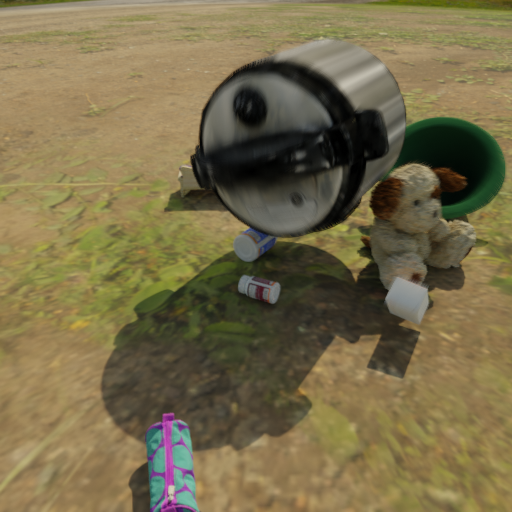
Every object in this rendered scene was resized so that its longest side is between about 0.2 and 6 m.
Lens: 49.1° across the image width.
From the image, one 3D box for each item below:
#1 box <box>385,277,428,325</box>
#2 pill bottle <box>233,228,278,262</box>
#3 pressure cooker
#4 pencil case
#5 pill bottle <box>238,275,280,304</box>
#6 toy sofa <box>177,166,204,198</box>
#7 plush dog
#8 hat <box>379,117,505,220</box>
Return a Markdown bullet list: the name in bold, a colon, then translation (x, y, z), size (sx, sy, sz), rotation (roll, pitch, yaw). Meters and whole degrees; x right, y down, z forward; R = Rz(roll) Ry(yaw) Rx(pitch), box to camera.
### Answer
- **box**: translation (2.486, 0.749, 9.188), size (0.538, 0.865, 0.421), rotation (23, 79, 24)
- **pill bottle**: translation (0.058, -0.355, 11.527), size (0.597, 0.597, 1.065), rotation (19, 35, 28)
- **pressure cooker**: translation (0.714, -2.097, 10.202), size (3.248, 3.198, 3.636), rotation (40, 40, 9)
- **pencil case**: translation (-0.997, 2.593, 6.609), size (0.588, 0.638, 1.381), rotation (-7, 31, -10)
- **pill bottle**: translation (0.051, 0.595, 10.146), size (0.687, 0.392, 0.392), rotation (15, 34, 22)
- **toy sofa**: translation (-1.054, -1.974, 13.969), size (1.734, 0.846, 0.718), rotation (-1, 31, 0)
- **plush dog**: translation (2.900, -0.749, 10.706), size (2.443, 2.099, 1.960), rotation (-21, 37, -31)
- **hat**: translation (4.465, -1.575, 13.792), size (3.220, 2.834, 2.667), rotation (-26, 65, -5)
